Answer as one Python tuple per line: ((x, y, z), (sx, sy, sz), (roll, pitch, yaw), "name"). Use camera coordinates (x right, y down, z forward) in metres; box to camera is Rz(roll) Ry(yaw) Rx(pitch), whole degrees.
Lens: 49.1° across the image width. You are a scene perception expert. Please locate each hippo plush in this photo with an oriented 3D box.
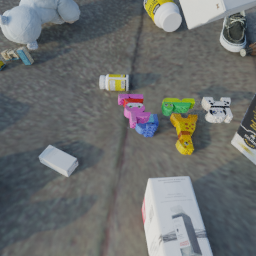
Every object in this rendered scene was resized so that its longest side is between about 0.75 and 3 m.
((-3.058, -3.817, 9.717), (2.957, 2.355, 2.377), (16, 78, 48), "hippo plush")

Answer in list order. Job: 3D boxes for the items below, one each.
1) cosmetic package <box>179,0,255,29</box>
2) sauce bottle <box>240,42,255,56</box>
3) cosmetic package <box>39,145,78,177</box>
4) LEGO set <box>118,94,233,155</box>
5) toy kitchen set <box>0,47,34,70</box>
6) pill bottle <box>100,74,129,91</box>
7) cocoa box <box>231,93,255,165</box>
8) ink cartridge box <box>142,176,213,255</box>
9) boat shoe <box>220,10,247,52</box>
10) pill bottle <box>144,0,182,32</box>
((2.696, -3.506, 7.240), (2.470, 1.048, 1.329), (-25, 12, -27), "cosmetic package")
((4.479, -2.759, 9.641), (1.325, 0.429, 0.429), (-18, 53, -17), "sauce bottle")
((-1.676, 0.793, 6.783), (0.851, 0.315, 0.432), (26, 55, 17), "cosmetic package")
((1.184, -0.024, 7.017), (2.866, 1.093, 1.176), (0, 53, -8), "LEGO set")
((-3.778, -2.142, 9.171), (0.980, 0.577, 0.785), (0, 48, 27), "toy kitchen set")
((-0.409, -1.375, 8.461), (0.854, 0.488, 0.488), (2, 50, 1), "pill bottle")
((4.222, 0.313, 6.114), (1.953, 1.921, 2.928), (-28, 56, -21), "cocoa box")
((0.829, 2.054, 4.996), (0.827, 1.421, 1.951), (-2, 50, -6), "ink cartridge box")
((3.840, -3.717, 10.153), (0.872, 0.858, 2.419), (6, 51, 5), "boat shoe")
((1.337, -4.461, 10.679), (0.997, 0.997, 1.772), (-14, 51, -11), "pill bottle")
